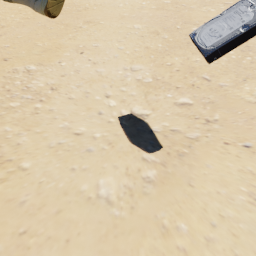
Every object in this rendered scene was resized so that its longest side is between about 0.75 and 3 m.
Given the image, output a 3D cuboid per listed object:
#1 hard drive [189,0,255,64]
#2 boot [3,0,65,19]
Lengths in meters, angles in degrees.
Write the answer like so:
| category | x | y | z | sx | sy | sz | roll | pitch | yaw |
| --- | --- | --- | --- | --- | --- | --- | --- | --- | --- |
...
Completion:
| category | x | y | z | sx | sy | sz | roll | pitch | yaw |
| --- | --- | --- | --- | --- | --- | --- | --- | --- | --- |
| hard drive | 2.546 | -2.494 | 7.029 | 1.784 | 0.338 | 1.247 | -30 | 44 | 16 |
| boot | -2.243 | -4.096 | 7.096 | 1.748 | 2.261 | 0.815 | 24 | 6 | 17 |
